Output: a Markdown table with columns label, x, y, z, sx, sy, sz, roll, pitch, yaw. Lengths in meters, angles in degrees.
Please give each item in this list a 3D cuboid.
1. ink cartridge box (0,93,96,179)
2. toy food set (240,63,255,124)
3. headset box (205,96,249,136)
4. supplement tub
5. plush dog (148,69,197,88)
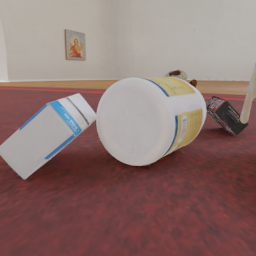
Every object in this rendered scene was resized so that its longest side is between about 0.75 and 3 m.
| label | x | y | z | sx | sy | sz | roll | pitch | yaw |
| --- | --- | --- | --- | --- | --- | --- | --- | --- | --- |
| ink cartridge box | -1.411 | 0.053 | 5.349 | 1.265 | 0.742 | 1.727 | -39 | 4 | 13 |
| toy food set | 3.708 | -0.263 | 5.660 | 2.634 | 1.550 | 0.860 | 15 | 26 | 2 |
| headset box | 2.808 | -0.369 | 8.101 | 0.493 | 0.978 | 1.316 | -44 | 8 | 8 |
| supplement tub | 0.616 | -0.245 | 5.918 | 1.642 | 1.642 | 2.270 | 8 | 13 | 33 |
| plush dog | 1.557 | -1.166 | 10.119 | 2.025 | 1.625 | 1.739 | -8 | 5 | 45 |
